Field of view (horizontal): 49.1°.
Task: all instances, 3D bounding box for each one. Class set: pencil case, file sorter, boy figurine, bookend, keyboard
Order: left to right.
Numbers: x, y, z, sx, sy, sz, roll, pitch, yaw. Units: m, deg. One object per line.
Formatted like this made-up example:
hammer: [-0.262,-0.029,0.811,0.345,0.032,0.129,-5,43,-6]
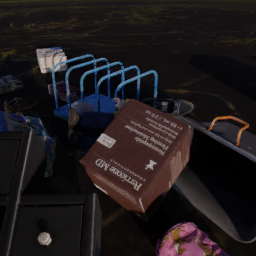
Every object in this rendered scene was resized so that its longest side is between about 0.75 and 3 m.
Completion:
bookend: [-1.428,1.089,4.064,2.494,1.149,2.478,0,58,0]
keyboard: [-2.684,0.061,7.844,2.064,0.409,1.074,19,58,28]
file sorter: [-0.690,-1.021,8.271,2.712,1.664,1.882,22,36,34]
boy figurine: [0.115,0.194,6.423,2.953,0.951,1.836,3,73,-9]
pencil case: [1.231,2.114,3.621,0.830,0.868,2.006,-52,43,-1]

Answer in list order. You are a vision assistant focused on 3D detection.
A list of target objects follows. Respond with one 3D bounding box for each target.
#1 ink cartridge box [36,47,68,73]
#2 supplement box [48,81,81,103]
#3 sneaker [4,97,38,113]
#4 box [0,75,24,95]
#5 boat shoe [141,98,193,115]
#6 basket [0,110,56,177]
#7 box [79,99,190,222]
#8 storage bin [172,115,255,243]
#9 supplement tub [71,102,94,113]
ink cartridge box: [-3.551,-3.188,13.048,1.199,0.693,1.643,-11,31,-18]
supplement box: [-2.232,-1.299,10.043,0.673,0.376,1.236,-25,37,-38]
sneaker: [-3.489,-0.828,9.178,0.389,0.417,1.105,26,39,37]
box: [-4.836,-1.628,10.682,1.327,0.326,1.069,-25,37,-37]
boat shoe: [1.172,-0.635,8.599,1.627,0.544,0.464,7,15,11]
basket: [-2.731,0.440,5.881,2.077,1.445,1.832,-11,32,-30]
box: [0.218,0.582,5.137,1.287,1.274,1.551,28,65,25]
storage bin: [2.068,0.622,5.535,1.651,1.789,2.458,-9,29,-36]
supplement tub: [-1.178,-0.115,7.162,0.626,0.626,0.949,-1,69,-2]
